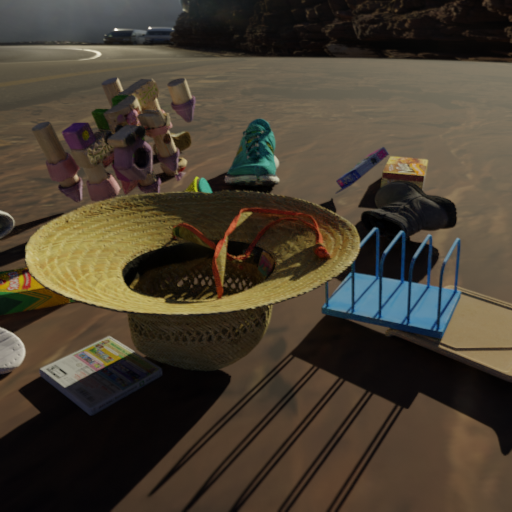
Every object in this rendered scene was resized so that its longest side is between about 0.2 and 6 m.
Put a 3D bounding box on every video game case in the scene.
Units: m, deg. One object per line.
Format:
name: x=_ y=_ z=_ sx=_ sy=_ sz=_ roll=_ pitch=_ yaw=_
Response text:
video game case: x=-1.808 y=1.360 z=6.527 sx=1.074 sy=0.118 sz=0.977 roll=20 pitch=31 yaw=38

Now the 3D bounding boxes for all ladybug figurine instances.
ladybug figurine: x=-2.108 y=-2.288 z=14.366 sx=0.631 sy=0.335 sz=0.930 roll=6 pitch=25 yaw=13

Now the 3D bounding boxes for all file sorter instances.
file sorter: x=1.794 y=0.253 z=7.380 sx=1.588 sy=0.974 sz=1.102 roll=10 pitch=30 yaw=28

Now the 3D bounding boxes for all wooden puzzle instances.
wooden puzzle: x=2.841 y=0.971 z=7.198 sx=1.805 sy=0.336 sz=1.670 roll=15 pitch=28 yaw=41

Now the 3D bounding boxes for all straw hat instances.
straw hat: x=-0.651 y=0.473 z=6.700 sx=3.772 sy=1.596 sz=3.772 roll=1 pitch=25 yaw=-1

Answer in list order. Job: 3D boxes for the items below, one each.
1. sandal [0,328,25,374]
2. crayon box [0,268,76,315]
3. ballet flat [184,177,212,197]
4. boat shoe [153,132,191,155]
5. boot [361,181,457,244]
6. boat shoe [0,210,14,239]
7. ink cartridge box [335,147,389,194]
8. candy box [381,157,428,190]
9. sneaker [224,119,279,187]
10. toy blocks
sandal: x=-3.878 y=1.067 z=6.719 sx=2.145 sy=0.615 sz=0.822 roll=21 pitch=40 yaw=-2
crayon box: x=-3.266 y=0.460 z=8.267 sx=1.318 sy=0.335 sz=0.837 roll=-9 pitch=26 yaw=-21
ballet flat: x=-1.168 y=-0.808 z=10.607 sx=0.866 sy=0.864 sz=2.585 roll=-24 pitch=28 yaw=1
boat shoe: x=-2.499 y=-3.169 z=16.108 sx=0.570 sy=0.635 sz=1.716 roll=-1 pitch=19 yaw=26
boot: x=2.562 y=-0.876 z=10.664 sx=1.440 sy=0.764 sz=2.188 roll=-15 pitch=18 yaw=-20
boat shoe: x=-5.293 y=-0.274 z=9.258 sx=0.883 sy=0.967 sz=2.687 roll=8 pitch=17 yaw=28
ink cartridge box: x=2.295 y=-1.906 z=12.493 sx=1.279 sy=0.268 sz=0.763 roll=-42 pitch=7 yaw=-16
candy box: x=3.598 y=-1.980 z=13.531 sx=0.950 sy=0.455 sz=1.645 roll=8 pitch=25 yaw=17
sneaker: x=-0.085 y=-2.504 z=13.641 sx=1.297 sy=1.333 sz=3.346 roll=0 pitch=25 yaw=2
toy blocks: x=-2.473 y=-2.019 z=11.564 sx=2.886 sy=2.429 sz=2.697 roll=11 pitch=44 yaw=33
